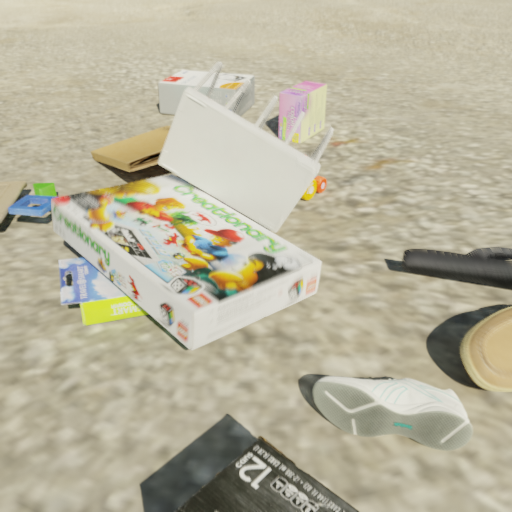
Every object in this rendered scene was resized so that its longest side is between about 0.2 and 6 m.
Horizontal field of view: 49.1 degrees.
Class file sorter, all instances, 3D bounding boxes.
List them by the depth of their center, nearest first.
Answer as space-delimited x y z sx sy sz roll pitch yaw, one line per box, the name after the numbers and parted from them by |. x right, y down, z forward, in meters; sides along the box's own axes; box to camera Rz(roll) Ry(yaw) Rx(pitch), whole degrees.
-0.122 -1.729 8.675 2.149 1.491 1.338 30 47 -4 | file sorter

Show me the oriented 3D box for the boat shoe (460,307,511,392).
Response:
3.597 0.848 6.433 2.653 0.856 0.945 -13 71 -17 | boat shoe

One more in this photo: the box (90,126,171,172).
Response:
-2.253 -2.321 11.963 1.977 0.257 2.419 -26 27 -25 | box

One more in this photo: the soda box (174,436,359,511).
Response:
0.919 2.774 3.349 3.640 1.153 1.288 25 41 36 | soda box

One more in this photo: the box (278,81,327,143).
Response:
1.147 -3.554 13.797 0.634 1.153 1.311 18 36 27 | box

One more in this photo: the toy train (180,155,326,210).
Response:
-0.050 -1.731 11.148 2.843 0.791 2.136 -7 32 -10 | toy train

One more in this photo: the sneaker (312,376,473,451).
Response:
1.417 1.589 5.993 1.638 0.576 0.656 12 23 9 | sneaker

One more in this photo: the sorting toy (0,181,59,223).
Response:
-5.260 -0.808 9.962 3.580 0.488 2.016 -2 27 -4 | sorting toy

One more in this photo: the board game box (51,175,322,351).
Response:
-1.067 -0.142 7.824 2.150 0.589 3.406 -20 40 -40 | board game box

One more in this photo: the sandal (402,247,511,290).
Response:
3.334 0.089 7.956 2.413 0.917 0.517 9 77 16 | sandal

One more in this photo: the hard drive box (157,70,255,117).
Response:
-1.347 -4.511 15.662 2.248 0.863 1.752 8 32 14 | hard drive box

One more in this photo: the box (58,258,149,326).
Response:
-1.757 0.376 7.943 1.914 0.456 1.167 -8 33 -17 | box
